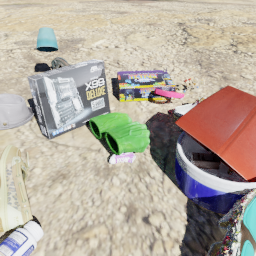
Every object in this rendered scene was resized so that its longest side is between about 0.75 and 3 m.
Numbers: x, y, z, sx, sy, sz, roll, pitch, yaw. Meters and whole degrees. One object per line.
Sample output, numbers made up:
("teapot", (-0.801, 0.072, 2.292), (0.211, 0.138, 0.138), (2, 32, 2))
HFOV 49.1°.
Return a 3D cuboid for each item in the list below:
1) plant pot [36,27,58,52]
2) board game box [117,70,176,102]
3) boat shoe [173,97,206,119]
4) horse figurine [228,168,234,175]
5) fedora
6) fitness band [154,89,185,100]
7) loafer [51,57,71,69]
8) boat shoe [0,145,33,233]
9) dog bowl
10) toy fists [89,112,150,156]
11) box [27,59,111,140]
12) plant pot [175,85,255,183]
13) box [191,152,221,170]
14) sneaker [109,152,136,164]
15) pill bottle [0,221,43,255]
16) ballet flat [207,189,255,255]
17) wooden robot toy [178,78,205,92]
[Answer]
("plant pot", (-3.582, -3.910, 12.353), (0.949, 0.892, 0.949), (-3, 1, 0))
("board game box", (0.779, -2.008, 13.024), (2.493, 0.707, 2.061), (-3, 34, -5))
("boat shoe", (2.936, -0.843, 11.081), (2.349, 0.804, 0.878), (-6, 33, -9))
("horse figurine", (3.128, 1.072, 8.242), (0.507, 0.191, 0.765), (-15, 38, 15))
("fedora", (-4.747, -0.727, 10.785), (2.068, 0.934, 1.829), (1, 32, 1))
("fitness band", (1.688, -1.390, 11.531), (0.992, 0.259, 1.382), (4, 11, -32))
("loafer", (-3.412, -3.068, 14.625), (2.406, 0.864, 0.757), (30, 49, 35))
("boat shoe", (-2.934, 1.483, 7.399), (0.836, 0.978, 2.667), (-4, 42, -15))
("dog bowl", (2.756, 1.009, 7.865), (2.836, 1.117, 2.836), (0, 32, 0))
("toy fists", (-0.243, 0.139, 9.375), (1.306, 0.881, 2.562), (-20, 27, -23))
("box", (-1.993, -1.120, 10.190), (2.768, 2.183, 0.689), (-25, 32, -35))
("plant pot", (2.842, 0.045, 7.502), (1.737, 1.969, 1.971), (-51, 33, 4))
("box", (2.309, 0.977, 8.352), (0.807, 0.302, 0.404), (3, 32, 9))
("sneaker", (-0.132, 0.960, 8.719), (0.857, 0.310, 0.488), (-24, 43, -33))
("pill bottle", (-2.327, 2.514, 5.975), (0.606, 0.606, 1.012), (17, 35, 24))
("ballet flat", (2.192, 2.310, 5.745), (0.918, 1.086, 2.873), (-16, 22, 45))
("wooden robot toy", (2.978, -2.089, 13.071), (1.237, 0.545, 0.561), (-16, 14, 29))
